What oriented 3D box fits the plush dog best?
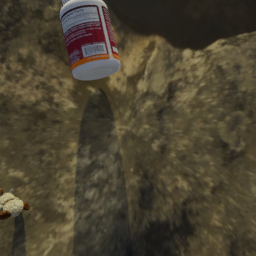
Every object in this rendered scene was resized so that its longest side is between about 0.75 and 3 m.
[{"bbox_3d":[-2.803,1.856,6.681,0.757,0.882,0.708,13,111,37],"label":"plush dog"}]

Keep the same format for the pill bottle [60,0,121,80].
[{"bbox_3d":[-1.041,-2.514,7.346,1.291,1.291,2.285,-12,87,-3],"label":"pill bottle"}]
